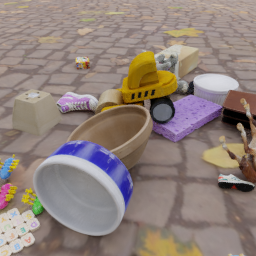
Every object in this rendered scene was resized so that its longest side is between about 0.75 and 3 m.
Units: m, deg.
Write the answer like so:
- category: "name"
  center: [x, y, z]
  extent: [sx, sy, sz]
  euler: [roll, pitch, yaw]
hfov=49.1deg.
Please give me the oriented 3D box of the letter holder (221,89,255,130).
- category: "letter holder"
  center: [3.820, -0.361, 8.537]
  extent: [1.813, 0.912, 1.289]
  euler: [15, 37, 23]

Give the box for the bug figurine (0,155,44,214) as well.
- category: "bug figurine"
  center: [-2.236, 1.232, 6.358]
  extent: [1.942, 0.500, 1.506]
  euler: [7, 38, 3]

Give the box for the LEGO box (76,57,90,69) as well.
- category: "LEGO box"
  center: [-2.190, -3.149, 13.529]
  extent: [0.632, 0.327, 0.848]
  euler: [-6, 32, -10]

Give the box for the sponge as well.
- category: "sponge"
  center: [1.815, -0.402, 9.097]
  extent: [2.433, 0.363, 1.357]
  euler: [-25, 39, -34]

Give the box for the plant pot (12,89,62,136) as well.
- category: "plant pot"
  center: [-2.899, -0.562, 8.750]
  extent: [1.135, 1.006, 1.136]
  euler: [15, 35, 22]

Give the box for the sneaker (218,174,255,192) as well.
- category: "sneaker"
  center: [2.518, 1.236, 6.536]
  extent: [0.812, 0.286, 0.380]
  euler: [5, 38, 13]

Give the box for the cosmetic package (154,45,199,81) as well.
- category: "cosmetic package"
  center: [2.076, -2.943, 12.634]
  extent: [1.366, 0.923, 2.596]
  euler: [18, 36, 27]

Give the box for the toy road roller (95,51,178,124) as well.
- category: "toy road roller"
  center: [0.193, -1.196, 8.549]
  extent: [2.598, 1.896, 1.596]
  euler: [-10, 29, 8]

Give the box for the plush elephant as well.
- category: "plush elephant"
  center: [1.103, -2.103, 10.540]
  extent: [2.023, 1.666, 1.566]
  euler: [-11, -9, 14]

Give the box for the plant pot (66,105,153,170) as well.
- category: "plant pot"
  center: [-0.350, 0.409, 6.910]
  extent: [2.177, 1.005, 2.177]
  euler: [-17, 29, 10]

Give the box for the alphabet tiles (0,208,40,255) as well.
- category: "alphabet tiles"
  center: [-2.328, 2.019, 5.482]
  extent: [1.091, 0.080, 1.067]
  euler: [-22, 38, -31]

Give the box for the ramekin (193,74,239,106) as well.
- category: "ramekin"
  center: [3.162, -1.361, 10.270]
  extent: [1.596, 0.743, 1.596]
  euler: [0, 33, 0]

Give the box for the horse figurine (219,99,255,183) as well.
- category: "horse figurine"
  center: [3.163, 0.432, 6.901]
  extent: [0.682, 1.810, 2.731]
  euler: [-26, 16, 46]

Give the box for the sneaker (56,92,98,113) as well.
- category: "sneaker"
  center: [-1.768, -0.740, 9.562]
  extent: [1.533, 0.555, 0.874]
  euler: [11, 39, 30]

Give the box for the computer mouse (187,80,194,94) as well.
- category: "computer mouse"
  center: [2.853, -1.729, 11.291]
  extent: [1.398, 0.368, 0.968]
  euler: [-20, 38, -9]

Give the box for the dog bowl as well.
- category: "dog bowl"
  center: [-0.832, 1.140, 5.269]
  extent: [1.779, 1.779, 0.701]
  euler: [11, 34, 17]

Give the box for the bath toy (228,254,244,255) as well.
- category: "bath toy"
  center: [1.074, 2.447, 4.288]
  extent: [1.873, 0.814, 0.692]
  euler: [-6, 68, -9]
